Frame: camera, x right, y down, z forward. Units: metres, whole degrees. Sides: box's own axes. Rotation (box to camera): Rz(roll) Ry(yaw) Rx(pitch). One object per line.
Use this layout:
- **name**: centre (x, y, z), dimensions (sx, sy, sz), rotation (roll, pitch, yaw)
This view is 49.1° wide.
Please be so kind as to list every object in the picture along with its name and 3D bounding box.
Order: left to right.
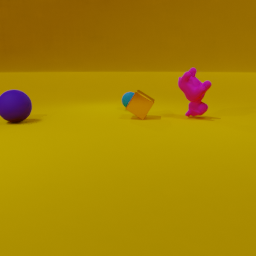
- **ball**: centre (-3.834, -0.738, 9.478), dimensions (1.110, 1.110, 1.110), rotation (0, 13, 0)
- **ball**: centre (0.094, -1.204, 12.256), dimensions (0.739, 0.739, 0.739), rotation (0, 13, 0)
- **cube**: centre (0.462, -0.868, 10.290), dimensions (0.766, 0.766, 0.766), rotation (32, 15, 0)
- **cow figurine**: centre (2.324, -1.200, 10.137), dimensions (1.552, 1.528, 0.852), rotation (46, 54, 9)
